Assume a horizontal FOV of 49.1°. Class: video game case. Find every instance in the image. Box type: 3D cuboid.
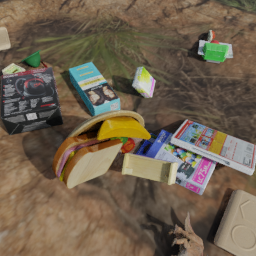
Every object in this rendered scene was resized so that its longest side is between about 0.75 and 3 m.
[{"bbox_3d":[2.821,0.521,9.059,2.532,0.221,1.810,23,29,18],"label":"video game case"}]

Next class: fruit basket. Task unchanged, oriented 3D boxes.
[{"bbox_3d":[4.025,-3.611,12.946,1.518,0.768,1.639,10,34,9],"label":"fruit basket"}]

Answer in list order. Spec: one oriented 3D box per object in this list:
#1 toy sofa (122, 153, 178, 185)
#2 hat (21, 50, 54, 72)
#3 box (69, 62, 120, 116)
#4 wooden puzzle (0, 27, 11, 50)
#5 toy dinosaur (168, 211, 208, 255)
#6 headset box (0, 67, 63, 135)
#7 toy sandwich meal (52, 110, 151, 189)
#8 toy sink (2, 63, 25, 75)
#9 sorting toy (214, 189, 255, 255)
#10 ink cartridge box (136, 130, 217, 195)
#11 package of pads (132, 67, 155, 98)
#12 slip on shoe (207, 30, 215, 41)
[{"bbox_3d":[0.642,1.144,8.039,1.506,0.735,0.624,9,90,23],"label":"toy sofa"},{"bbox_3d":[-4.015,-2.778,12.482,1.000,1.063,1.207,-32,23,-3],"label":"hat"},{"bbox_3d":[-1.363,-1.534,11.033,1.069,0.638,2.597,-23,52,-19],"label":"box"},{"bbox_3d":[-6.612,-4.248,13.682,1.537,0.309,1.662,-17,55,-15],"label":"wooden puzzle"},{"bbox_3d":[1.630,3.065,6.972,1.258,0.796,1.855,19,35,3],"label":"toy dinosaur"},{"bbox_3d":[-3.605,-1.167,10.473,1.950,0.984,2.624,-13,50,-11],"label":"headset box"},{"bbox_3d":[-0.634,0.622,7.771,2.882,2.882,0.987,-21,60,-18],"label":"toy sandwich meal"},{"bbox_3d":[-4.834,-2.292,11.765,0.961,0.539,0.627,26,54,21],"label":"toy sink"},{"bbox_3d":[3.548,2.795,7.464,2.031,0.370,1.880,21,52,23],"label":"sorting toy"},{"bbox_3d":[1.509,0.954,8.973,2.439,0.512,1.455,23,52,21],"label":"ink cartridge box"},{"bbox_3d":[0.621,-1.720,10.807,0.369,1.082,0.836,0,67,35],"label":"package of pads"},{"bbox_3d":[4.125,-4.536,13.781,0.336,0.407,1.099,20,36,5],"label":"slip on shoe"}]
